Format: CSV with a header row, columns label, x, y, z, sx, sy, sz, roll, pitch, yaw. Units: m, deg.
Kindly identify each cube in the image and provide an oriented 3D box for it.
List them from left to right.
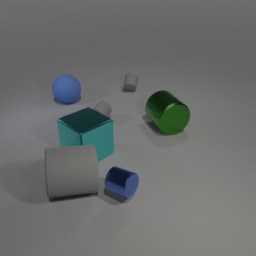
label,x,y,z,sx,sy,sz,roll,pitch,yaw
cube,-1.468,0.290,9.864,1.400,1.400,1.400,-26,39,-37

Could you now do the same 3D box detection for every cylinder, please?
label,x,y,z,sx,sy,sz,roll,pitch,yaw
cylinder,-1.642,1.225,8.101,1.400,1.400,1.400,-3,30,-15
cylinder,-1.175,-0.718,12.165,0.700,0.700,0.700,16,43,25
cylinder,-0.169,1.499,7.836,0.700,0.700,0.700,14,33,33
cylinder,0.150,-2.444,14.969,0.700,0.700,0.700,5,65,9
cylinder,1.596,-0.647,11.452,1.400,1.400,1.400,-10,32,-17

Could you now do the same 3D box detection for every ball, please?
label,x,y,z,sx,sy,sz,roll,pitch,yaw
ball,-2.999,-1.921,13.695,1.400,1.400,1.400,0,30,0
